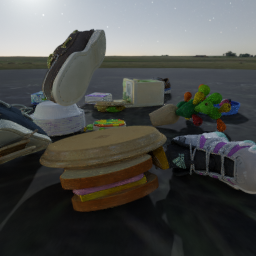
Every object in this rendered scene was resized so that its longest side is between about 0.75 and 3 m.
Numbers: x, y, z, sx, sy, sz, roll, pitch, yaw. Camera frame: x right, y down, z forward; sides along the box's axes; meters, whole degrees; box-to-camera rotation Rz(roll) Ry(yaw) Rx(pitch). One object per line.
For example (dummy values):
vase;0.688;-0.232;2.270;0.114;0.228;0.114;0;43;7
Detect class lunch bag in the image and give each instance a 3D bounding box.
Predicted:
lunch bag;-4.053;-1.509;13.879;1.168;0.599;1.453;3;15;8

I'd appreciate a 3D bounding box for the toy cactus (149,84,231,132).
toy cactus;1.979;-0.525;9.457;2.448;1.517;2.967;-18;16;6

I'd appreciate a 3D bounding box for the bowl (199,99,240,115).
bowl;3.729;-0.914;12.047;2.033;0.399;2.033;0;15;0

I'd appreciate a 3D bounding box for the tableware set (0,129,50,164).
tableware set;-2.514;0.508;5.315;1.900;0.381;1.256;-20;2;34

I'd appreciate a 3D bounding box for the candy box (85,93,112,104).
candy box;-1.472;-1.493;14.162;0.985;0.420;1.174;5;16;18

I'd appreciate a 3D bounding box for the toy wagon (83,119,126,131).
toy wagon;-0.756;-0.052;9.056;1.366;0.270;1.060;-1;15;-5

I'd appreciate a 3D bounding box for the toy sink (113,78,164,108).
toy sink;0.469;-1.756;13.576;2.187;1.225;1.426;-6;16;-20

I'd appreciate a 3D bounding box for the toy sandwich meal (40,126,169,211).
toy sandwich meal;-0.398;0.629;5.478;2.741;0.939;2.741;-9;8;1

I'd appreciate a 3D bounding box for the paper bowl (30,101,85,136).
paper bowl;-2.247;-0.381;8.915;1.720;0.895;1.720;-2;15;1

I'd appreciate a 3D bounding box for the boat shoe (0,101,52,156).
boat shoe;-2.379;0.038;5.688;1.071;0.885;2.861;-26;-11;1

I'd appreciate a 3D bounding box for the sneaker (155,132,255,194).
sneaker;1.377;0.663;5.358;1.702;0.946;2.433;-3;6;-7

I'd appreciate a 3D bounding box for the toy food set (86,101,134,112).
toy food set;-0.823;-0.931;12.288;1.398;0.407;2.026;-6;11;-42

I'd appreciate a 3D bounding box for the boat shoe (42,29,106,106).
boat shoe;-1.137;-1.315;5.670;0.762;0.919;2.559;8;42;11

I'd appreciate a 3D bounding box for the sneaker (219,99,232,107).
sneaker;4.079;-0.966;11.938;0.470;0.507;1.258;-6;2;31

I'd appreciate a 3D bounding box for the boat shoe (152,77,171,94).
boat shoe;1.692;-2.516;16.827;1.018;1.020;2.819;9;17;30
